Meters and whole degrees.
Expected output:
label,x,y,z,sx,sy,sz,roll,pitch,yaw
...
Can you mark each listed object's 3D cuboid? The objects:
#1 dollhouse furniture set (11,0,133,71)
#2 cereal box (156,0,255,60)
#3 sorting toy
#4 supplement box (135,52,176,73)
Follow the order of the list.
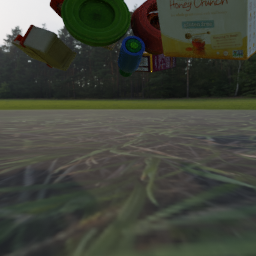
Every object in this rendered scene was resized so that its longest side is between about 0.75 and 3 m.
label,x,y,z,sx,sy,sz,roll,pitch,yaw
dollhouse furniture set,-1.540,-2.919,6.889,1.438,2.761,2.791,26,-7,34
cereal box,1.162,-2.246,4.420,1.622,2.254,0.445,15,40,42
sorting toy,-0.032,-2.096,6.487,2.918,1.753,1.198,1,-19,-10
supplement box,1.105,-2.778,11.519,0.971,0.754,1.760,14,26,42
